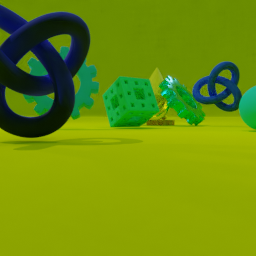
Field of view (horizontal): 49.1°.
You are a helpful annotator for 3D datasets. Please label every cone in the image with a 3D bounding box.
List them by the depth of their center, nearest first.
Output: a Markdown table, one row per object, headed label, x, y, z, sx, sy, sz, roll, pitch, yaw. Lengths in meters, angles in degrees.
| label | x | y | z | sx | sy | sz | roll | pitch | yaw |
| --- | --- | --- | --- | --- | --- | --- | --- | --- | --- |
| cone | 1.086 | -1.673 | 10.873 | 1.530 | 1.536 | 1.530 | 5 | -18 | 1 |

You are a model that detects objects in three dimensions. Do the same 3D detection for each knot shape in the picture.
| label | x | y | z | sx | sy | sz | roll | pitch | yaw |
| --- | --- | --- | --- | --- | --- | --- | --- | --- | --- |
| knot shape | -1.341 | -0.747 | 3.878 | 1.901 | 1.779 | 0.878 | 3 | 3 | -44 |
| knot shape | 3.075 | -1.416 | 9.223 | 1.660 | 1.554 | 0.767 | 25 | 18 | 14 |
| knot shape | 0.770 | -0.558 | 10.193 | 1.460 | 0.721 | 1.560 | -13 | -3 | -11 |

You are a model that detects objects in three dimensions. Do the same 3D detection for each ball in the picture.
| label | x | y | z | sx | sy | sz | roll | pitch | yaw |
| --- | --- | --- | --- | --- | --- | --- | --- | --- | --- |
| ball | 3.138 | -0.466 | 6.447 | 1.081 | 1.081 | 1.081 | 0 | 2 | 0 |

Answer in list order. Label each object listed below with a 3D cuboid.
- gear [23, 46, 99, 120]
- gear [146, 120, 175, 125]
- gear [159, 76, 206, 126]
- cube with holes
| label | x | y | z | sx | sy | sz | roll | pitch | yaw |
| --- | --- | --- | --- | --- | --- | --- | --- | --- | --- |
| gear | -1.786 | -1.177 | 7.504 | 1.978 | 1.978 | 0.366 | 0 | -11 | -8 |
| gear | 1.270 | -0.218 | 10.972 | 1.095 | 0.202 | 1.095 | 0 | 2 | 0 |
| gear | 1.957 | -0.989 | 10.051 | 0.371 | 2.006 | 2.006 | -43 | -21 | 28 |
| cube with holes | 0.062 | -0.723 | 8.148 | 1.062 | 1.062 | 1.062 | -1 | -24 | -35 |
